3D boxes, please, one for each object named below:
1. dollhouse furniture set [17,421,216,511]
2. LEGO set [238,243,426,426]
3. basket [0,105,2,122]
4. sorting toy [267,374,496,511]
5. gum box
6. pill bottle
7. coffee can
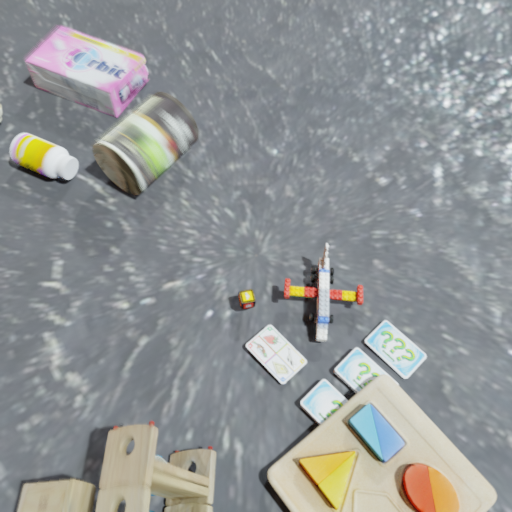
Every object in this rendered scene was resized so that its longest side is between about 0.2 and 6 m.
[{"bbox_3d":[-1.503,2.637,6.106,1.705,1.202,1.195,-15,53,26],"label":"dollhouse furniture set"},{"bbox_3d":[0.870,0.977,7.285,1.735,0.570,2.323,-38,69,-22],"label":"LEGO set"},{"bbox_3d":[-5.159,-2.242,8.711,1.951,1.357,1.720,22,56,-17],"label":"basket"},{"bbox_3d":[1.680,2.854,6.150,1.997,0.398,2.702,-34,65,-17],"label":"sorting toy"},{"bbox_3d":[-2.910,-3.235,9.868,1.857,0.614,1.054,23,61,12],"label":"gum box"},{"bbox_3d":[-3.342,-1.547,8.872,1.003,0.523,0.523,23,61,14],"label":"pill bottle"},{"bbox_3d":[-1.704,-1.749,8.726,0.989,0.989,1.351,32,64,18],"label":"coffee can"}]
